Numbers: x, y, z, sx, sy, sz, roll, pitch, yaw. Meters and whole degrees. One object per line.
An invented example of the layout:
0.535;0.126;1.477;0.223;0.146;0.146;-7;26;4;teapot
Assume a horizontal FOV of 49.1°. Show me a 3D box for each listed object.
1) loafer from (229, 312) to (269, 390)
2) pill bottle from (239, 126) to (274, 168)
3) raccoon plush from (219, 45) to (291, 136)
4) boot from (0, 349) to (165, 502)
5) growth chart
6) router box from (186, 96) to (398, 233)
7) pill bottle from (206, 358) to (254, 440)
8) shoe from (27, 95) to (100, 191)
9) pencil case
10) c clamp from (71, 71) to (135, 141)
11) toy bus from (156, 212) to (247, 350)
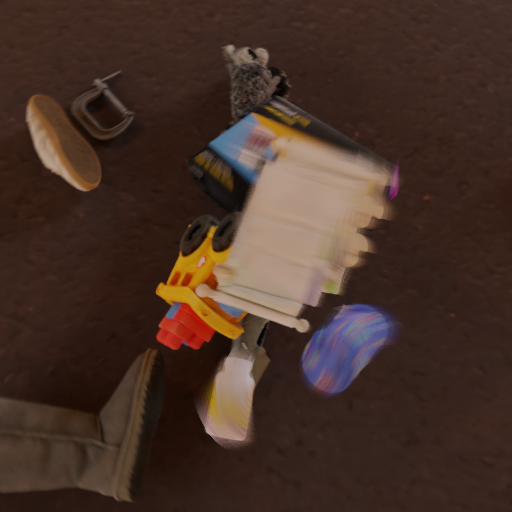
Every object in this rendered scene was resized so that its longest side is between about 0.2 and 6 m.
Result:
-0.112;1.769;9.421;0.652;0.704;1.871;2;62;6;loafer
-0.005;-1.694;8.743;0.332;0.332;0.581;31;88;15;pill bottle
-0.493;-3.476;11.937;1.663;1.201;2.481;36;69;25;raccoon plush
-3.060;2.566;8.970;2.844;1.032;2.586;4;56;12;boot
0.595;-0.263;7.766;1.930;0.237;2.667;26;90;-12;growth chart
0.615;-1.477;10.511;2.422;0.829;3.248;-39;56;-16;router box
-0.368;2.171;8.545;0.602;0.602;1.154;9;68;5;pill bottle
-4.011;-2.214;11.548;0.893;0.682;2.555;-5;54;-53;shoe
1.343;1.281;8.329;0.786;2.015;0.875;-42;81;26;pencil case
-3.262;-3.287;12.288;1.444;0.229;1.691;-31;67;-15;c clamp
-0.613;0.597;9.072;1.602;2.361;2.267;42;69;-25;toy bus
